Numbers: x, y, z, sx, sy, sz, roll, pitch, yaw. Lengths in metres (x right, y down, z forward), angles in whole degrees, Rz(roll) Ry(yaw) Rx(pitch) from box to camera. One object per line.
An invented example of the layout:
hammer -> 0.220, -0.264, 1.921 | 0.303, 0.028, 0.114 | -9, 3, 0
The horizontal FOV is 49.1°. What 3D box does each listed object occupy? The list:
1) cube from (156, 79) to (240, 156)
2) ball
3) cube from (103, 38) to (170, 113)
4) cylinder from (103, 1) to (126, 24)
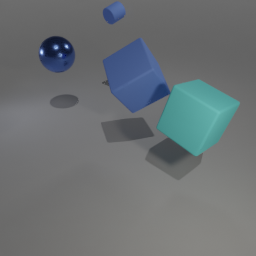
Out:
cube -> 1.894, -0.336, 7.667 | 1.400, 1.400, 1.400 | 37, 35, 27
ball -> -2.777, -2.878, 10.985 | 1.400, 1.400, 1.400 | 0, 31, 0
cube -> 0.263, -1.580, 8.665 | 1.400, 1.400, 1.400 | -27, 56, 16
cylinder -> -0.581, -4.835, 11.772 | 0.700, 0.700, 0.700 | 28, 58, 37
